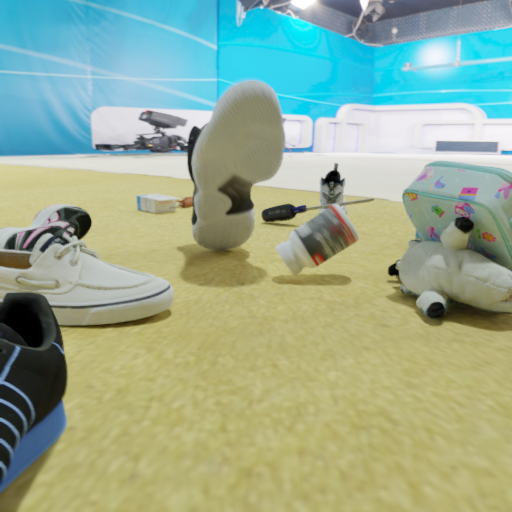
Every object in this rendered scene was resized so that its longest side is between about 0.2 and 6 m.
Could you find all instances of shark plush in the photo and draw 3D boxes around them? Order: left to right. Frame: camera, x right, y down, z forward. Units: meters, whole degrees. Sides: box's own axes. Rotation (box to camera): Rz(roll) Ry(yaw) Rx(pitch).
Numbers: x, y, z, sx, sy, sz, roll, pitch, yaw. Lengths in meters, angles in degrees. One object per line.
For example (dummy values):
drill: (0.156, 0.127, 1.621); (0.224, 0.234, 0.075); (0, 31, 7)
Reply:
shark plush: (2.501, 0.400, 7.570); (1.139, 1.243, 2.735); (18, -11, -11)

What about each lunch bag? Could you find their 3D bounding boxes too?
lunch bag: (2.979, -0.321, 7.407); (0.769, 1.995, 1.600); (-50, 34, -15)

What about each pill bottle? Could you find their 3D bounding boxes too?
pill bottle: (0.906, -0.217, 8.393); (1.126, 0.652, 0.652); (-33, 12, 6)

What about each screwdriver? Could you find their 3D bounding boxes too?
screwdriver: (1.347, -1.127, 12.669); (2.825, 0.394, 0.411); (-10, 50, 31)

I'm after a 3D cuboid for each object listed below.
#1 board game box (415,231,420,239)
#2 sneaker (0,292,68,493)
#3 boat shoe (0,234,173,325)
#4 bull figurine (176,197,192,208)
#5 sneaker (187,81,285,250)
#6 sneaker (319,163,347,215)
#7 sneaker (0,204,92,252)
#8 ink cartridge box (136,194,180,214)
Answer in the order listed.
board game box: (4.973, -0.464, 10.881); (2.193, 0.530, 2.899); (-10, 17, -38)
sneaker: (-1.835, 1.041, 3.182); (0.975, 1.083, 2.780); (0, 13, -1)
boat shoe: (-2.433, 0.228, 6.880); (2.834, 0.989, 1.005); (2, 13, 7)
bull figurine: (-1.990, -1.562, 16.170); (0.535, 0.287, 0.881); (4, 12, 22)
sneaker: (-0.530, -1.847, 9.524); (1.378, 3.650, 2.077); (-1, 56, -14)
sneaker: (1.974, -1.665, 14.173); (0.765, 1.376, 1.967); (1, 13, 5)
sneaker: (-3.368, -0.194, 9.396); (0.978, 0.910, 2.266); (11, 26, 15)
ink cartridge box: (-2.649, -1.409, 15.221); (0.694, 0.406, 1.197); (-11, 17, -40)
